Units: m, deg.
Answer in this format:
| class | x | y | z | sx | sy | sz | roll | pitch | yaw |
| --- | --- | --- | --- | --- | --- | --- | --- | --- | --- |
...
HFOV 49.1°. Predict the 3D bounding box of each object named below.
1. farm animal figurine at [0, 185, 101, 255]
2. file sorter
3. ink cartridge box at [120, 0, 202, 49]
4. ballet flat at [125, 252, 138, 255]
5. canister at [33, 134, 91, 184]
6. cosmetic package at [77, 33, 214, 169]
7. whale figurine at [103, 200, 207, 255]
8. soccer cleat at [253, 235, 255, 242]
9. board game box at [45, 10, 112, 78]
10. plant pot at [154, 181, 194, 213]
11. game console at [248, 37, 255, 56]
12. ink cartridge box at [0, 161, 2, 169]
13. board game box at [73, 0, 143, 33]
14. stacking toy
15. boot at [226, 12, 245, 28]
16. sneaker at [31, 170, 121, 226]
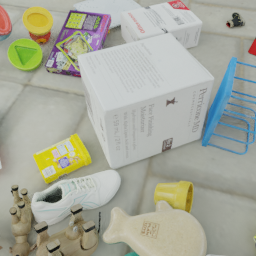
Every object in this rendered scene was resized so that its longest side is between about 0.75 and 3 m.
| class | x | y | z | sx | sy | sz | roll | pitch | yaw |
| --- | --- | --- | --- | --- | --- | --- | --- | --- | --- |
| farm animal figurine | -2.170 | 2.546 | 5.906 | 2.807 | 1.411 | 2.267 | 12 | 34 | 13 |
| file sorter | 3.061 | -0.509 | 7.712 | 1.334 | 2.174 | 1.509 | 16 | 53 | 9 |
| ink cartridge box | 1.230 | -3.898 | 11.059 | 2.641 | 1.106 | 1.906 | -17 | 53 | -13 |
| ballet flat | 0.020 | 3.632 | 5.164 | 0.910 | 0.951 | 2.701 | 9 | 52 | 5 |
| canister | -1.803 | 0.827 | 7.657 | 1.312 | 0.568 | 0.975 | -26 | 56 | -17 |
| cosmetic package | 0.390 | -0.784 | 7.746 | 2.821 | 2.325 | 2.328 | -18 | 51 | -12 |
| whale figurine | 0.572 | 2.418 | 6.061 | 2.131 | 1.106 | 1.695 | 10 | 53 | 11 |
| soccer cleat | 3.318 | 2.411 | 6.315 | 0.853 | 0.660 | 2.040 | 21 | 55 | 12 |
| board game box | -1.808 | -3.216 | 10.551 | 1.729 | 0.465 | 2.880 | 9 | 65 | 14 |
| plant pot | 1.102 | 1.694 | 6.832 | 0.818 | 0.870 | 0.870 | 5 | 50 | 24 |
| game console | 5.530 | -3.116 | 11.084 | 1.209 | 0.717 | 1.042 | 29 | 26 | 21 |
| ink cartridge box | -4.714 | 0.516 | 7.973 | 2.012 | 0.594 | 2.513 | -18 | 60 | -14 |
| board game box | -0.776 | -5.238 | 12.635 | 2.539 | 0.328 | 2.539 | -28 | 56 | -21 |
| stacking toy | -4.368 | -3.307 | 10.718 | 2.843 | 1.201 | 2.573 | 5 | 79 | -12 |
| boot | 4.587 | -4.716 | 12.222 | 0.700 | 0.335 | 0.927 | -13 | 52 | -7 |
| sneaker | -1.207 | 1.589 | 6.830 | 2.317 | 0.928 | 0.815 | -22 | 53 | -19 |
